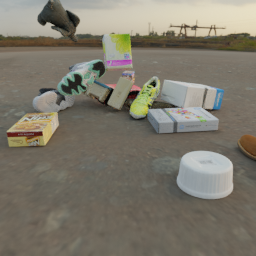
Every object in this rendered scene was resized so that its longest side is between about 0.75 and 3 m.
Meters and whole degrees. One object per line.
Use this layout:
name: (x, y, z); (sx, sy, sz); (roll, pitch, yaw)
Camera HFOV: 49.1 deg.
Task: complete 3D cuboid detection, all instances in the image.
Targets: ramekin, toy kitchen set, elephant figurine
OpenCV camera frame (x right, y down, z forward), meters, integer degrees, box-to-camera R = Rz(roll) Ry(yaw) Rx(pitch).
ramekin: (1.925, 1.103, 6.975); (1.374, 0.670, 1.374); (0, 19, 0)
toy kitchen set: (-1.042, -1.929, 14.005); (2.447, 1.442, 1.960); (26, 0, 10)
elephant figurine: (-2.031, -3.379, 8.984); (1.047, 1.479, 1.148); (-35, 29, 30)

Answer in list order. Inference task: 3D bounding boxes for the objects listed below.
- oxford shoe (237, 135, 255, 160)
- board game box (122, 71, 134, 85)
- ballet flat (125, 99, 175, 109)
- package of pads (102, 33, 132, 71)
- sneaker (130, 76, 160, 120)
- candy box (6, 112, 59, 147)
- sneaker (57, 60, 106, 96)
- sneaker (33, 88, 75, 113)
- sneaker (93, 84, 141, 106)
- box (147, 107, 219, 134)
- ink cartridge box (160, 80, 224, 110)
oxford shoe: (4.187, 0.592, 8.071); (0.926, 0.926, 2.597); (-8, 19, -17)
board game box: (0.027, -2.813, 17.048); (0.579, 1.195, 0.952); (4, 20, 10)
ballet flat: (1.035, -1.003, 13.181); (2.339, 0.542, 0.788); (6, -3, 0)
package of pads: (-0.555, -3.820, 14.158); (1.381, 1.788, 0.610); (-5, 3, -11)
sneaker: (0.735, -1.387, 12.496); (0.930, 0.942, 2.466); (18, 51, 13)
candy box: (-3.351, 0.002, 10.124); (1.217, 0.583, 2.109); (-1, 21, 0)
sneaker: (-2.129, -1.949, 11.059); (1.605, 0.892, 2.294); (8, 35, 43)
sneaker: (-3.829, -1.301, 13.230); (1.537, 1.019, 2.701); (8, 16, 23)
sneaker: (-0.521, -1.800, 14.383); (2.780, 1.024, 1.206); (6, 30, -8)
box: (2.137, -0.350, 11.286); (2.373, 0.489, 1.850); (-2, 20, -8)
ink cartridge box: (3.036, -1.577, 13.339); (2.394, 1.009, 1.748); (1, 18, -32)
